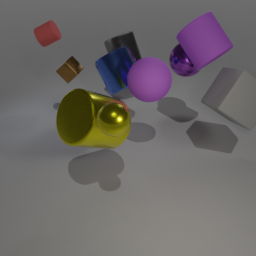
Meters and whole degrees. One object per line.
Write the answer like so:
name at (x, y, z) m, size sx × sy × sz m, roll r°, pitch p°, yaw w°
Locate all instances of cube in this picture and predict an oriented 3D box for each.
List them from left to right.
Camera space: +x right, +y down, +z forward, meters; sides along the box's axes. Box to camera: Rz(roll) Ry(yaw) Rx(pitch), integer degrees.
cube at (-2.410, -2.424, 11.653) m, size 0.700 × 0.700 × 0.700 m, roll -32°, pitch 21°, yaw 34°
cube at (3.546, -0.990, 9.151) m, size 1.400 × 1.400 × 1.400 m, roll 30°, pitch 9°, yaw -16°

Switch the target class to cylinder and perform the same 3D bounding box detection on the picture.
cylinder at (-2.850, -3.347, 9.946) m, size 0.700 × 0.700 × 0.700 m, roll -22°, pitch 28°, yaw 12°
cylinder at (-0.870, -0.194, 7.207) m, size 1.400 × 1.400 × 1.400 m, roll 28°, pitch 12°, yaw 38°
cylinder at (-0.382, -2.203, 10.814) m, size 1.400 × 1.400 × 1.400 m, roll -27°, pitch 10°, yaw 5°
cylinder at (-0.201, -3.472, 12.754) m, size 1.400 × 1.400 × 1.400 m, roll -20°, pitch 13°, yaw 5°
cylinder at (2.604, -2.944, 9.576) m, size 1.400 × 1.400 × 1.400 m, roll -32°, pitch 0°, yaw 0°

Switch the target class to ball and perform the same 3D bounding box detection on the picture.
ball at (-0.295, -0.172, 5.764) m, size 0.700 × 0.700 × 0.700 m, roll 0°, pitch 31°, yaw 0°
ball at (0.673, -1.508, 8.796) m, size 1.400 × 1.400 × 1.400 m, roll 0°, pitch 31°, yaw 0°
ball at (2.364, -2.761, 11.265) m, size 1.400 × 1.400 × 1.400 m, roll 0°, pitch 31°, yaw 0°
